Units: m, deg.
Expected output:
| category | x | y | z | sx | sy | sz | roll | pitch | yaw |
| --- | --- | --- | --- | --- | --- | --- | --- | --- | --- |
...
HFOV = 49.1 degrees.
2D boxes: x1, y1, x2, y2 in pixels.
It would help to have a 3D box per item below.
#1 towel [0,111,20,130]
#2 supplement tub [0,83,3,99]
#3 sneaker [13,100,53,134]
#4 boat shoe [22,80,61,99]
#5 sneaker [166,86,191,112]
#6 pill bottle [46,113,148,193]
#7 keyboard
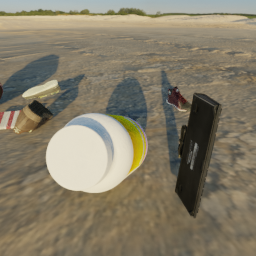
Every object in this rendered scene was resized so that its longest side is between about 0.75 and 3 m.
| category | x | y | z | sx | sy | sz | roll | pitch | yaw |
| --- | --- | --- | --- | --- | --- | --- | --- | --- | --- |
| towel | -3.461 | -0.215 | 8.134 | 1.218 | 0.139 | 0.877 | -5 | 34 | -9 |
| supplement tub | -5.310 | -1.683 | 9.114 | 2.424 | 1.296 | 1.296 | 40 | 38 | 17 |
| sneaker | -2.649 | -0.287 | 7.703 | 0.743 | 0.693 | 1.967 | -46 | 6 | 2 |
| boat shoe | -2.983 | -1.238 | 9.691 | 1.323 | 0.395 | 0.473 | -19 | 41 | 4 |
| sneaker | 1.527 | -0.912 | 8.434 | 0.406 | 0.619 | 1.072 | -24 | 35 | -26 |
| pill bottle | -0.415 | 0.364 | 4.707 | 1.217 | 1.217 | 2.334 | 5 | 2 | 12 |
| keyboard | 1.062 | 0.379 | 4.455 | 0.232 | 1.811 | 1.088 | 3 | 19 | -13 |
